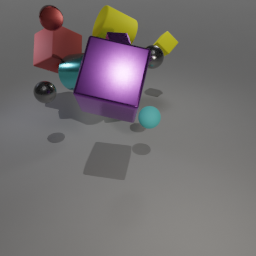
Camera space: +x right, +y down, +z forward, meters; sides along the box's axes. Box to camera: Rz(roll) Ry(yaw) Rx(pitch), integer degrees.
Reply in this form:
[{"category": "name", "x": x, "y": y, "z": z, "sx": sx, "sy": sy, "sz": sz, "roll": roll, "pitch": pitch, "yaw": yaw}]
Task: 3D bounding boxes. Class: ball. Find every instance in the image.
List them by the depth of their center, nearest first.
[{"category": "ball", "x": 0.738, "y": -2.152, "z": 8.504, "sx": 0.700, "sy": 0.700, "sz": 0.700, "roll": 0, "pitch": 30, "yaw": 0}, {"category": "ball", "x": 0.665, "y": -0.330, "z": 8.685, "sx": 0.700, "sy": 0.700, "sz": 0.700, "roll": 0, "pitch": 30, "yaw": 0}, {"category": "ball", "x": -2.598, "y": -1.123, "z": 8.781, "sx": 0.700, "sy": 0.700, "sz": 0.700, "roll": 0, "pitch": 30, "yaw": 0}]

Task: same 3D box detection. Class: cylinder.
[{"category": "cylinder", "x": -2.385, "y": -3.408, "z": 8.657, "sx": 0.700, "sy": 0.700, "sz": 0.700, "roll": -9, "pitch": 29, "yaw": -15}, {"category": "cylinder", "x": -1.662, "y": -2.111, "z": 10.575, "sx": 1.400, "sy": 1.400, "sz": 1.400, "roll": 8, "pitch": 28, "yaw": 42}, {"category": "cylinder", "x": -0.545, "y": -4.027, "z": 11.443, "sx": 1.400, "sy": 1.400, "sz": 1.400, "roll": 17, "pitch": 22, "yaw": -27}]

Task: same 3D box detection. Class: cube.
[{"category": "cube", "x": -0.343, "y": -1.068, "z": 6.575, "sx": 1.400, "sy": 1.400, "sz": 1.400, "roll": 13, "pitch": -12, "yaw": 0}, {"category": "cube", "x": -0.361, "y": -2.636, "z": 9.201, "sx": 0.700, "sy": 0.700, "sz": 0.700, "roll": -4, "pitch": 60, "yaw": -21}, {"category": "cube", "x": -2.850, "y": -3.164, "z": 11.411, "sx": 1.400, "sy": 1.400, "sz": 1.400, "roll": -8, "pitch": -11, "yaw": 41}, {"category": "cube", "x": 1.625, "y": -3.666, "z": 12.287, "sx": 0.700, "sy": 0.700, "sz": 0.700, "roll": -50, "pitch": 13, "yaw": -9}]
